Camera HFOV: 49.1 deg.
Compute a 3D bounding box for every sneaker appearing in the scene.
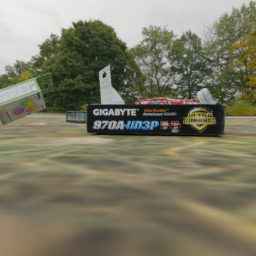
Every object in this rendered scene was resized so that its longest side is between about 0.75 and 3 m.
[{"bbox_3d":[2.405,-0.632,8.409,0.413,1.168,0.426,-20,18,32],"label":"sneaker"}]

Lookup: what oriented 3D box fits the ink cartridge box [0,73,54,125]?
[{"bbox_3d":[-3.559,-1.023,9.817,2.195,0.651,1.139,-25,-22,-19],"label":"ink cartridge box"}]

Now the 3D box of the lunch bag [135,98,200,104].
[{"bbox_3d":[2.043,-0.866,13.960,2.569,1.195,2.917,-3,4,-42],"label":"lunch bag"}]

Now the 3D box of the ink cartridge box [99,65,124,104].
[{"bbox_3d":[-0.500,-0.915,8.700,0.523,1.832,1.489,-1,3,-18],"label":"ink cartridge box"}]

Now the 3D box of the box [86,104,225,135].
[{"bbox_3d":[0.684,-0.223,6.621,2.816,0.648,2.238,1,3,11],"label":"box"}]

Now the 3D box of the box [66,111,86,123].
[{"bbox_3d":[-1.555,-0.567,14.176,2.552,0.587,2.029,2,4,37],"label":"box"}]
